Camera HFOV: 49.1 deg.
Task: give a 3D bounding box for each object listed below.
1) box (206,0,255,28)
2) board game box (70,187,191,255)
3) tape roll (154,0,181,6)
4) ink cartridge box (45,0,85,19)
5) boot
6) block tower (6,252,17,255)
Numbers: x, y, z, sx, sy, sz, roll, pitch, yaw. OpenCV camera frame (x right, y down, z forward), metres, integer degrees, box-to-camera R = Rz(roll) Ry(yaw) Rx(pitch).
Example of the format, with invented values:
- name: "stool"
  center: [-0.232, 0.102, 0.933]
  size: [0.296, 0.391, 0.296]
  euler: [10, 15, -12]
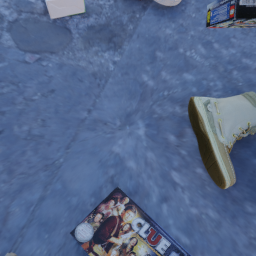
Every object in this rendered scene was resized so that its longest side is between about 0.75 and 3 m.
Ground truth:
- name: "box"
  center: [3.056, -2.223, 5.298]
  size: [2.708, 0.540, 1.854]
  euler: [0, 16, 2]
- name: "board game box"
  center: [0.036, 2.313, 5.500]
  size: [2.004, 0.347, 1.358]
  euler: [39, 66, 21]
- name: "tape roll"
  center: [1.213, -4.852, 9.557]
  size: [1.556, 0.284, 1.556]
  euler: [8, 65, -18]
- name: "ink cartridge box"
  center: [-2.281, -4.744, 9.545]
  size: [1.220, 0.701, 2.084]
  euler: [-15, 60, -9]
- name: "boot"
  center: [2.555, 0.163, 6.532]
  size: [1.823, 0.849, 2.357]
  euler: [-7, 58, -6]
- name: "block tower"
  center: [-1.511, 3.046, 4.920]
  size: [2.140, 0.619, 0.578]
  euler: [28, 63, 17]
